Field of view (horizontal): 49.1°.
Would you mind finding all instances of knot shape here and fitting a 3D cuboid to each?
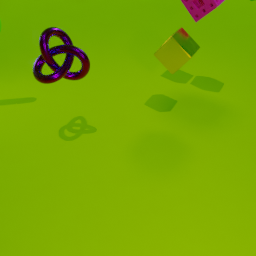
[{"bbox_3d":[-1.362,-1.442,5.520,1.140,1.067,0.527,-11,8,-9],"label":"knot shape"}]

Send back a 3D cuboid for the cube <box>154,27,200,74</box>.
[{"bbox_3d":[1.259,-1.978,7.195,0.730,0.730,0.730,46,47,-4],"label":"cube"}]

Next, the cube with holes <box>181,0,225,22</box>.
[{"bbox_3d":[2.145,-3.653,7.866,0.796,0.796,0.796,-46,13,-34],"label":"cube with holes"}]
